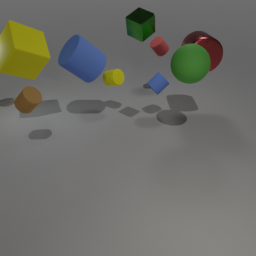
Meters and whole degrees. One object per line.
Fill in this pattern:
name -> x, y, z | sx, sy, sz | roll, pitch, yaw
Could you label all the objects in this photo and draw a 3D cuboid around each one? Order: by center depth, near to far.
cube -> 0.422, -3.418, 9.265 | 0.700, 0.700, 0.700 | 34, 65, 26
cylinder -> -3.442, -0.964, 9.650 | 0.700, 0.700, 0.700 | -35, 10, 35
ball -> 2.233, -2.299, 10.055 | 1.400, 1.400, 1.400 | 0, 30, 0
cube -> -4.024, -2.905, 10.659 | 1.400, 1.400, 1.400 | 6, 55, -46
cylinder -> -1.830, -2.757, 11.228 | 1.400, 1.400, 1.400 | 30, 10, -38
cylinder -> 2.972, -3.122, 11.417 | 1.400, 1.400, 1.400 | -1, 29, -1
cylinder -> 1.293, -1.918, 12.041 | 0.700, 0.700, 0.700 | -43, 33, 7
cylinder -> -0.640, -2.225, 12.435 | 0.700, 0.700, 0.700 | 1, 23, 46
cylinder -> 1.546, -3.994, 13.712 | 0.700, 0.700, 0.700 | -25, 46, 28
